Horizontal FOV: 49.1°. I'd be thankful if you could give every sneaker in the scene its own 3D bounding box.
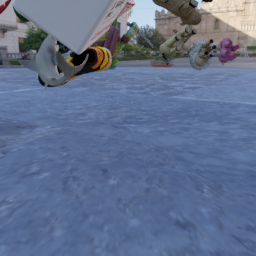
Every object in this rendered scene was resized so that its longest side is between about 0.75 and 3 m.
[{"bbox_3d":[-1.560,-1.648,7.343,2.210,0.773,0.994,-14,2,16],"label":"sneaker"}]

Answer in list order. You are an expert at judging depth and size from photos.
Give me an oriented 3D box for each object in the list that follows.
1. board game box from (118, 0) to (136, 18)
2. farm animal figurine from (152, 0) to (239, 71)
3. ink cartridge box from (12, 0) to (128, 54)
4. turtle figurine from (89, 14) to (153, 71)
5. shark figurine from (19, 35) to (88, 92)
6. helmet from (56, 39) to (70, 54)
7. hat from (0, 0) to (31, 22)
[{"bbox_3d":[-0.665,-4.014,9.864,1.774,0.411,1.344,-30,12,22],"label":"board game box"},{"bbox_3d":[1.904,-3.222,8.737,2.395,2.966,1.491,-12,2,-19],"label":"farm animal figurine"},{"bbox_3d":[-0.162,-2.133,3.235,0.931,2.218,1.606,36,28,-11],"label":"ink cartridge box"},{"bbox_3d":[-0.642,-3.360,9.396,1.788,2.409,2.485,18,45,35],"label":"turtle figurine"},{"bbox_3d":[-1.332,-0.974,4.472,0.710,1.017,1.702,16,18,-35],"label":"shark figurine"},{"bbox_3d":[-2.400,-2.900,9.579,0.727,0.762,0.762,-7,16,-7],"label":"helmet"},{"bbox_3d":[-2.708,-2.813,7.006,1.605,1.706,1.938,37,4,-26],"label":"hat"}]
